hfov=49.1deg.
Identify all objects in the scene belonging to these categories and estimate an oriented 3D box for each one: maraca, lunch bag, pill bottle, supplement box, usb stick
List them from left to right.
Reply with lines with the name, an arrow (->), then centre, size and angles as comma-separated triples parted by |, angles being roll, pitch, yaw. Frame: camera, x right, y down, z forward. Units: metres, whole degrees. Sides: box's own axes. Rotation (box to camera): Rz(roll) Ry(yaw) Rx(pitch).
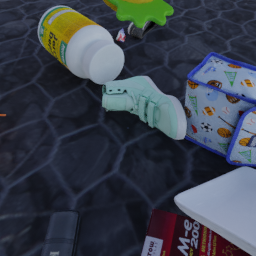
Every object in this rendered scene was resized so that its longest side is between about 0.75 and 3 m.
usb stick -> -1.180, 2.343, 4.504 | 0.610, 0.358, 2.199 | 2, 44, 1
pill bottle -> -1.455, -2.551, 8.690 | 1.642, 1.642, 2.912 | -28, 51, -26
maraca -> 0.063, -2.303, 4.642 | 1.184, 0.923, 1.726 | -16, 66, -17
supplement box -> 1.293, 2.173, 4.467 | 2.146, 0.653, 1.168 | 11, 44, 12
lunch bag -> 2.396, -0.264, 6.084 | 2.266, 1.926, 1.403 | 28, 56, 26

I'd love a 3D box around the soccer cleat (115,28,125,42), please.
soccer cleat -> -0.251, -3.554, 10.760 | 0.345, 0.321, 0.942 | 28, 35, -12

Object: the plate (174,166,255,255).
plate -> 2.466, 1.516, 4.563 | 2.573, 0.417, 2.579 | -10, 24, -40

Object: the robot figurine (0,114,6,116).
robot figurine -> -3.958, -0.179, 6.613 | 1.350, 1.094, 1.876 | 30, 51, 34

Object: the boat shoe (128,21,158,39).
boat shoe -> 0.889, -4.138, 11.089 | 0.628, 0.737, 2.203 | 37, 59, 17

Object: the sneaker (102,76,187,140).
sneaker -> 0.236, -0.434, 6.930 | 1.578, 0.984, 2.675 | -11, 35, -20
